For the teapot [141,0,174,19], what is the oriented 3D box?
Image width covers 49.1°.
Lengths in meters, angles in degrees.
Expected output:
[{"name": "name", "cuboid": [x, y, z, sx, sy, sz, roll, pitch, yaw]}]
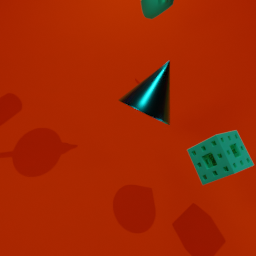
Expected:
[{"name": "teapot", "cuboid": [0.656, -3.108, 6.843, 0.847, 1.361, 0.667, -38, 107, -8]}]

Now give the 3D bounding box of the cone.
[{"name": "cone", "cuboid": [0.528, -0.758, 5.178, 1.073, 1.073, 1.077, 27, 95, 16]}]

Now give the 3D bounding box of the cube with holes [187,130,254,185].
[{"name": "cube with holes", "cuboid": [1.687, 0.539, 5.145, 0.705, 0.705, 0.705, -8, 70, -41]}]
